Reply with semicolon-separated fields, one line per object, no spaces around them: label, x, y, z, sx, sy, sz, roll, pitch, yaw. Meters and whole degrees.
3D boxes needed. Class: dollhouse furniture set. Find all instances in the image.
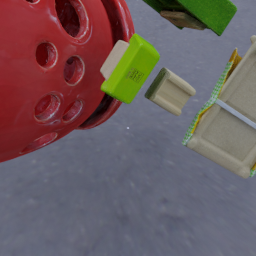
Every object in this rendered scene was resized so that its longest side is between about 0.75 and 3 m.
dollhouse furniture set;0.740;-0.466;2.818;1.803;1.181;0.905;29;13;-23

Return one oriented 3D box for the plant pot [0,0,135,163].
plant pot;-1.425;-1.020;3.748;2.798;2.798;2.548;35;30;32
